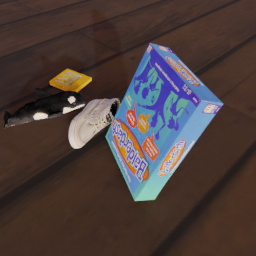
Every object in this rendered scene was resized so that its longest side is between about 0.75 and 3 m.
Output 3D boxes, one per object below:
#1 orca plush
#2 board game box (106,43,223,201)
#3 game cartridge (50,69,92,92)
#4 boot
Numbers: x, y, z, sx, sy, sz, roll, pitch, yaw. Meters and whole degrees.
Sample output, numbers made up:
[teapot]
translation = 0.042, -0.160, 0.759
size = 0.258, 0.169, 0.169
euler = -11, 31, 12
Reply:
[orca plush]
translation = -2.651, -0.798, 8.511
size = 2.533, 0.900, 1.332
euler = -11, 19, 12
[board game box]
translation = 0.573, -0.101, 6.615
size = 0.668, 2.967, 2.257
euler = 4, 39, -32
[game cartridge]
translation = -1.984, -1.636, 9.715
size = 1.105, 0.179, 0.974
euler = 22, 49, 25
[boot]
translation = -0.906, -0.250, 8.233
size = 1.005, 0.773, 2.102
euler = -9, 36, 26
